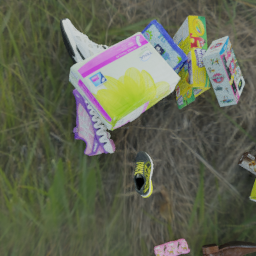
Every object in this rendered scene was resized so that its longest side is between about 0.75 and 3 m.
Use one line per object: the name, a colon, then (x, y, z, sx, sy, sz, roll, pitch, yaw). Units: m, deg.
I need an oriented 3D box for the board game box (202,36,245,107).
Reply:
board game box: (3.193, -1.863, 9.259, 1.852, 0.595, 1.367, 59, 44, -23)

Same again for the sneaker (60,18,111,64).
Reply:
sneaker: (-1.360, -2.953, 10.427, 1.585, 1.040, 2.755, -27, 90, -13)

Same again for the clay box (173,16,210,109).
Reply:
clay box: (2.193, -2.188, 9.842, 0.680, 1.641, 2.857, -1, 82, -9)

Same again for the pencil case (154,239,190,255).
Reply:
pencil case: (1.486, 4.149, 9.537, 1.162, 0.481, 0.503, -17, 81, -3)

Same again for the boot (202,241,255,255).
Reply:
boot: (3.536, 4.932, 9.320, 1.933, 0.666, 2.074, -10, 79, 12)

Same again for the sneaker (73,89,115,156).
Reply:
sneaker: (-1.478, -0.156, 9.920, 1.174, 1.068, 2.655, -25, 83, 4)

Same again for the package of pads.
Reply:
package of pads: (-0.021, -1.381, 8.143, 2.665, 0.909, 2.059, -35, 81, -24)

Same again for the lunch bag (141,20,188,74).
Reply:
lunch bag: (0.962, -2.374, 9.598, 1.288, 2.021, 1.719, -36, 84, -34)

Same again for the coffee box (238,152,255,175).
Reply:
coffee box: (4.479, 1.299, 10.003, 0.889, 0.354, 0.508, 32, 82, 3)

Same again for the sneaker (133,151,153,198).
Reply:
sneaker: (0.445, 1.340, 8.416, 0.527, 0.599, 1.416, -16, 65, 22)

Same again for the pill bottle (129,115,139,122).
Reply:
pill bottle: (-0.011, -0.748, 10.210, 0.538, 0.538, 0.954, -36, 84, -5)

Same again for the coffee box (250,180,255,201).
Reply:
coffee box: (5.635, 1.767, 8.849, 2.112, 2.135, 2.132, 24, 81, -9)
